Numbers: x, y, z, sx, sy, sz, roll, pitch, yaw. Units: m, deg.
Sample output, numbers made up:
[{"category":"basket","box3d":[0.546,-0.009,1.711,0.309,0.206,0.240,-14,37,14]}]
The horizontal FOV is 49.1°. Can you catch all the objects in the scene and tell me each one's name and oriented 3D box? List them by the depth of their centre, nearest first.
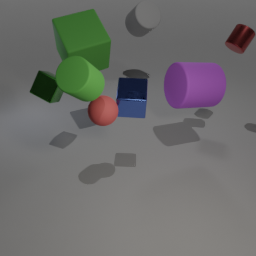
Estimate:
[{"category":"cylinder","box3d":[-0.886,-0.907,5.281,0.700,0.700,0.700,11,-4,18]},{"category":"ball","box3d":[-0.571,-0.393,6.396,0.700,0.700,0.700,0,29,0]},{"category":"cube","box3d":[0.101,-0.725,6.798,0.700,0.700,0.700,3,57,2]},{"category":"cube","box3d":[-2.303,-1.202,8.197,0.700,0.700,0.700,28,11,2]},{"category":"cylinder","box3d":[2.058,-1.334,8.764,1.400,1.400,1.400,-4,29,-22]},{"category":"cube","box3d":[-1.483,-2.690,9.057,1.400,1.400,1.400,-21,70,-16]},{"category":"cylinder","box3d":[3.682,-2.924,9.212,0.700,0.700,0.700,32,8,-5]},{"category":"cylinder","box3d":[0.741,-5.489,14.156,1.400,1.400,1.400,-13,5,-21]}]
